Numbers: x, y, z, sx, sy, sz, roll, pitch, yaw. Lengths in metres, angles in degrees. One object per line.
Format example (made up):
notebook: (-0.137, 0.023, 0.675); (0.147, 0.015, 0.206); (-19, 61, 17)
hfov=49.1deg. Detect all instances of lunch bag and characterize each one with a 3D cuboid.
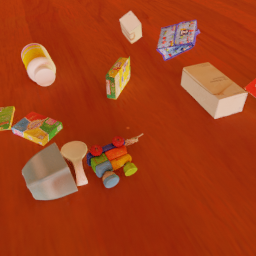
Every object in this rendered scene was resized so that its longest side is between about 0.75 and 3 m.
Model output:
lunch bag: (1.914, -3.256, 10.220); (1.491, 0.701, 1.122); (-8, 57, 37)

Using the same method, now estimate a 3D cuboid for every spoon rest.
spoon rest: (-1.820, 1.105, 9.904); (0.962, 0.587, 1.936); (-13, 44, -14)

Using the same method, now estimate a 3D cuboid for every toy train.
toy train: (-0.109, 1.041, 9.760); (2.389, 1.011, 1.382); (-21, 56, -23)

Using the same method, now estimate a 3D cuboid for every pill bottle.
pill bottle: (-4.492, -3.177, 14.187); (1.361, 1.361, 2.610); (-17, 44, -19)

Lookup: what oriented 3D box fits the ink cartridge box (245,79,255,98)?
ink cartridge box: (6.931, -1.540, 12.344); (2.277, 0.704, 2.808); (-34, 70, -33)

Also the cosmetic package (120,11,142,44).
cosmetic package: (0.142, -4.467, 12.553); (0.650, 1.490, 0.770); (-37, 84, 1)

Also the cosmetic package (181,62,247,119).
cosmetic package: (3.826, -1.808, 12.865); (1.507, 1.064, 2.912); (-16, 43, -17)

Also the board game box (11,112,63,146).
board game box: (-3.672, -0.006, 11.361); (1.590, 0.321, 1.217); (19, 45, 20)

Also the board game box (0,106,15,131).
board game box: (-5.288, -0.371, 11.864); (0.737, 0.231, 1.543); (-7, 39, -7)

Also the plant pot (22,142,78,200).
plant pot: (-2.567, 1.534, 8.958); (1.322, 1.298, 1.294); (-26, 47, -18)

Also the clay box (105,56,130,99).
clay box: (-0.431, -2.494, 13.499); (0.513, 1.239, 2.156); (12, 42, 14)
